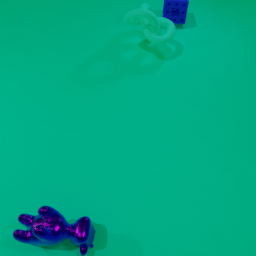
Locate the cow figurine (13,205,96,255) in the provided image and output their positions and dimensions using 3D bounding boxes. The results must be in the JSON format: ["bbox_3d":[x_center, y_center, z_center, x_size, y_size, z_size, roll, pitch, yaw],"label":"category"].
[{"bbox_3d":[-1.496,2.234,6.033,1.465,1.441,0.804,-23,43,28],"label":"cow figurine"}]

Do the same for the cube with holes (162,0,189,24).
[{"bbox_3d":[1.657,-4.242,9.887,0.786,0.786,0.786,4,45,2],"label":"cube with holes"}]

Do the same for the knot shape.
[{"bbox_3d":[0.785,-3.274,8.909,1.543,0.762,1.649,40,30,9],"label":"knot shape"}]
